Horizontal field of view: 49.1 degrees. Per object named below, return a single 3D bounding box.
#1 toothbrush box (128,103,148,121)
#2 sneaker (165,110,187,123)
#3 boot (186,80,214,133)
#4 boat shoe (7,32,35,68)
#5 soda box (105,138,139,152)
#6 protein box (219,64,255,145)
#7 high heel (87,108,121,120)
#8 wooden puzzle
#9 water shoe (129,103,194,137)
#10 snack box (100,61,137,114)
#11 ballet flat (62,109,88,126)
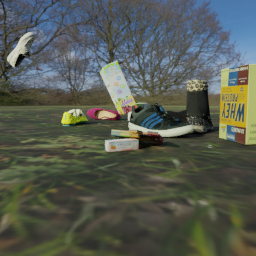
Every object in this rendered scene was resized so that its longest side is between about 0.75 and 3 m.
[{"bbox_3d":[0.583,-0.910,15.775,0.574,0.970,1.333,4,7,32],"label":"toothbrush box"},{"bbox_3d":[1.917,-0.237,11.753,2.159,0.774,0.894,-6,-22,-33],"label":"sneaker"},{"bbox_3d":[2.709,-0.819,10.445,0.896,1.875,2.482,3,6,24],"label":"boot"},{"bbox_3d":[-2.826,-2.083,7.561,1.078,0.354,0.388,-44,-10,10],"label":"boat shoe"},{"bbox_3d":[-0.143,0.399,6.632,0.782,0.248,0.267,-2,7,-27],"label":"soda box"},{"bbox_3d":[3.906,-0.676,8.021,2.066,2.082,1.404,-1,6,-11],"label":"protein box"},{"bbox_3d":[-1.446,-0.825,15.969,2.073,0.699,0.996,4,-4,10],"label":"high heel"},{"bbox_3d":[0.279,0.228,7.195,1.186,0.140,1.999,5,-7,13],"label":"wooden puzzle"},{"bbox_3d":[0.965,-0.311,9.433,0.972,1.073,2.719,-5,8,-42],"label":"water shoe"},{"bbox_3d":[-0.444,-1.704,12.404,0.736,2.176,1.835,-24,6,-7],"label":"snack box"},{"bbox_3d":[-2.470,-0.530,13.325,0.716,0.719,2.145,2,6,16],"label":"ballet flat"}]
